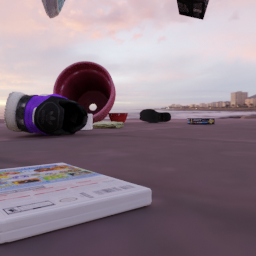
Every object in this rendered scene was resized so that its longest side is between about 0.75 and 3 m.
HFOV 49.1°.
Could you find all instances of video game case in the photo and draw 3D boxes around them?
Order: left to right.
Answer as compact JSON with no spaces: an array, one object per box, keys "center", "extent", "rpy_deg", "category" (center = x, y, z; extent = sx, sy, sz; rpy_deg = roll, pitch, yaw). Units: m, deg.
[{"center":[-0.370,0.261,1.224],"extent":[0.568,0.072,0.794],"rpy_deg":[-2,3,-38],"category":"video game case"}]

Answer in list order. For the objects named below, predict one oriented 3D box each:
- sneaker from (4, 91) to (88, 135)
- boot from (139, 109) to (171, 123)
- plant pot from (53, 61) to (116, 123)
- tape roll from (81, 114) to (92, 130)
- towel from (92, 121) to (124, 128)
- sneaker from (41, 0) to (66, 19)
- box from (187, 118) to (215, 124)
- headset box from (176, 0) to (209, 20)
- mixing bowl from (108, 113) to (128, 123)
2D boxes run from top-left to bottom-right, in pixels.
[{"center":[-1.352,-0.227,5.570],"extent":[1.198,0.837,2.409],"rpy_deg":[7,6,3],"category":"sneaker"},{"center":[1.169,-0.570,15.538],"extent":[2.088,0.723,1.818],"rpy_deg":[7,-4,-29],"category":"boot"},{"center":[-1.902,-1.417,13.570],"extent":[2.826,2.826,2.529],"rpy_deg":[0,-13,4],"category":"plant pot"},{"center":[-1.543,-0.171,7.450],"extent":[1.209,0.423,1.209],"rpy_deg":[-1,3,0],"category":"tape roll"},{"center":[-0.582,-0.100,8.571],"extent":[0.796,0.196,1.073],"rpy_deg":[2,3,14],"category":"towel"},{"center":[-1.304,-3.306,5.802],"extent":[1.154,1.041,2.816],"rpy_deg":[-16,-8,-18],"category":"sneaker"},{"center":[3.229,-0.305,12.525],"extent":[0.956,0.277,1.203],"rpy_deg":[0,2,1],"category":"box"},{"center":[1.699,-3.607,6.388],"extent":[0.693,1.794,1.335],"rpy_deg":[17,9,11],"category":"headset box"},{"center":[-0.482,-0.468,13.462],"extent":[0.982,0.532,0.982],"rpy_deg":[1,2,0],"category":"mixing bowl"}]
